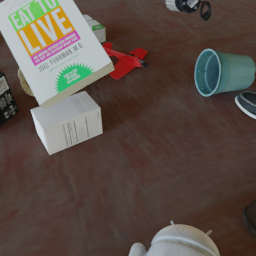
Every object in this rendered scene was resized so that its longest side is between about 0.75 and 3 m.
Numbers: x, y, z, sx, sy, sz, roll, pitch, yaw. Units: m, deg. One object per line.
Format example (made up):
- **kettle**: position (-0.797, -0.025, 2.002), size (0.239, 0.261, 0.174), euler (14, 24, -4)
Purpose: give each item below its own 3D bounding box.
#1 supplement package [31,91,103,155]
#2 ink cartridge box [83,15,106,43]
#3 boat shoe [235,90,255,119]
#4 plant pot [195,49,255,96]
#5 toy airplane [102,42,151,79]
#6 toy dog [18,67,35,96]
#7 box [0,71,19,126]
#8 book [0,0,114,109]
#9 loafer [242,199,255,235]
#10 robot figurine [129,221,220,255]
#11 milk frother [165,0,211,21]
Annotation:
- **supplement package**: position (-1.620, -0.165, 7.568), size (1.585, 0.949, 0.961), euler (-23, 47, -23)
- **ink cartridge box**: position (-1.919, -4.239, 12.208), size (1.249, 0.707, 1.703), euler (-23, 47, -23)
- **boat shoe**: position (4.395, -0.520, 8.055), size (1.026, 0.819, 2.713), euler (-32, 51, -30)
- **plant pot**: position (3.189, -1.798, 9.107), size (1.457, 1.488, 1.488), euler (-4, 42, -15)
- **toy airplane**: position (-0.262, -2.760, 10.787), size (2.454, 0.451, 2.454), euler (0, 42, 0)
- **toy dog**: position (-2.318, -2.178, 9.304), size (2.407, 1.679, 2.334), euler (3, 58, 2)
- **box**: position (-4.436, -0.959, 8.051), size (1.955, 1.452, 1.215), euler (20, 48, 21)
- **book**: position (-1.935, -2.207, 7.047), size (1.983, 0.713, 2.968), euler (-31, 77, -3)
- **loafer**: position (3.699, 1.753, 5.477), size (2.630, 0.938, 0.960), euler (1, 42, 1)
- **robot figurine**: position (0.812, 2.483, 4.485), size (1.802, 1.200, 2.125), euler (16, 45, 12)
- **milk frother**: position (1.815, -3.631, 8.283), size (0.965, 1.069, 1.005), euler (-32, 32, -3)
